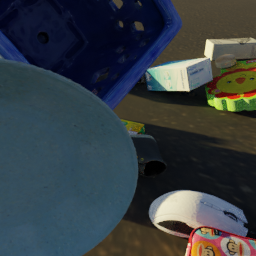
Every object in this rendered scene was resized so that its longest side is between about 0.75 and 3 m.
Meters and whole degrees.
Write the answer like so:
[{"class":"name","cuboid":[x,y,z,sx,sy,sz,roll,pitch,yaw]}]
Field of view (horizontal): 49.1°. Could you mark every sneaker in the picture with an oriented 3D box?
[{"class":"sneaker","cuboid":[-0.128,0.573,5.535,1.733,0.648,0.921,-7,30,-14]}]

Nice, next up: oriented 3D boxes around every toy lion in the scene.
[{"class":"toy lion","cuboid":[3.672,-1.404,8.164,2.747,0.943,2.633,-9,33,19]}]

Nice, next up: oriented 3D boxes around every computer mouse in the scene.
[{"class":"computer mouse","cuboid":[1.423,1.405,4.359,2.228,0.489,1.222,8,34,13]}]

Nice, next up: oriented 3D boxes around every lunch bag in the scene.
[{"class":"lunch bag","cuboid":[1.313,2.046,3.229,1.437,0.668,1.631,13,34,12]}]

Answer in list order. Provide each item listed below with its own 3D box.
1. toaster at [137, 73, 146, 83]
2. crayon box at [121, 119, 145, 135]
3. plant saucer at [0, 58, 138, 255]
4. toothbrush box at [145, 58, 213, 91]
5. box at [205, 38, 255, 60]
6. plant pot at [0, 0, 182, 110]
[{"class":"toaster","cuboid":[0.053,-2.048,9.725,1.097,0.720,1.213,0,32,0]},{"class":"crayon box","cuboid":[-0.288,0.100,6.596,1.211,0.353,0.719,13,34,20]},{"class":"plant saucer","cuboid":[-0.713,0.307,1.502,1.543,1.543,0.297,-9,37,-15]},{"class":"toothbrush box","cuboid":[1.543,-1.646,8.655,1.232,0.718,1.682,-27,22,-37]},{"class":"box","cuboid":[4.382,-3.347,11.846,2.038,0.697,0.837,-4,32,-7]},{"class":"plant pot","cuboid":[-1.058,-1.542,4.126,2.379,2.379,2.139,-51,28,-20]}]
